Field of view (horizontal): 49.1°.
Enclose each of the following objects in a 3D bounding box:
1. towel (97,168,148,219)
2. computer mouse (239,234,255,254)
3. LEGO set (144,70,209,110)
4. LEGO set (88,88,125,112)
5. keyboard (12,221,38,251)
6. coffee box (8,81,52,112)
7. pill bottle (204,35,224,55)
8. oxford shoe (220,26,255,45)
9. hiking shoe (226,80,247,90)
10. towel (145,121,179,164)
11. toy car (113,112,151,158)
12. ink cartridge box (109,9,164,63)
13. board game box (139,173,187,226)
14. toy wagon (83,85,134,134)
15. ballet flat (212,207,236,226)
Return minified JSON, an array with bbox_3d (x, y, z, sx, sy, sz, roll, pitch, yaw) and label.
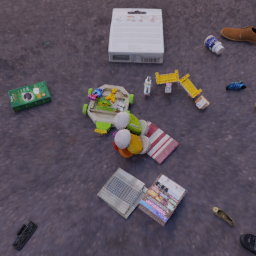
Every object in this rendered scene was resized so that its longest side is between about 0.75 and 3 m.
[{"bbox_3d":[-0.155,2.097,9.176,1.305,0.225,1.257,33,64,18],"label":"towel"},{"bbox_3d":[4.059,3.653,8.239,1.672,0.285,0.490,28,52,10],"label":"computer mouse"},{"bbox_3d":[1.995,-1.619,11.270,2.667,0.993,1.227,15,94,4],"label":"LEGO set"},{"bbox_3d":[-0.733,-1.230,10.626,1.502,0.573,0.617,25,62,13],"label":"LEGO set"},{"bbox_3d":[-3.187,3.231,8.513,0.447,0.170,0.860,26,61,15],"label":"keyboard"},{"bbox_3d":[-3.913,-1.270,11.184,1.536,0.338,0.944,-19,59,-13],"label":"coffee box"},{"bbox_3d":[3.894,-3.718,12.596,0.509,0.509,0.850,-28,62,-16],"label":"pill bottle"},{"bbox_3d":[5.340,-4.420,12.921,2.028,0.723,0.723,12,61,9],"label":"oxford shoe"},{"bbox_3d":[4.428,-1.704,11.460,0.868,0.323,0.376,-16,59,-10],"label":"hiking shoe"},{"bbox_3d":[0.951,0.504,10.204,1.483,0.169,1.068,39,68,23],"label":"towel"},{"bbox_3d":[-0.022,0.286,9.812,1.371,1.174,1.566,20,53,-37],"label":"toy car"},{"bbox_3d":[0.389,-4.279,12.836,2.383,0.704,2.977,1,58,1],"label":"ink cartridge box"},{"bbox_3d":[1.090,2.250,8.856,0.985,0.598,1.236,33,64,19],"label":"board game box"},{"bbox_3d":[-0.800,-0.682,10.760,1.793,0.457,2.311,9,59,6],"label":"toy wagon"},{"bbox_3d":[3.005,2.757,8.787,0.821,0.190,0.277,38,66,21],"label":"ballet flat"}]
